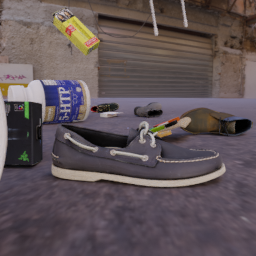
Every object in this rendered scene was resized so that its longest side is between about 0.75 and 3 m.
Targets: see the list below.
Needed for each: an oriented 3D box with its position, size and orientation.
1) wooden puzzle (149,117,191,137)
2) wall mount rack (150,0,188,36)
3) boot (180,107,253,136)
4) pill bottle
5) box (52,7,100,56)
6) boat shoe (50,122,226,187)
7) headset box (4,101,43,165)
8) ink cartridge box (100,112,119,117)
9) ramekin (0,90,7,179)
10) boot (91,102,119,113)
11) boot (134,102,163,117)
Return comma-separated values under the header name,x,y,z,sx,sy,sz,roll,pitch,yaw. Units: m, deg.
name,x,y,z,sx,sy,sz,roll,pitch,yaw
wooden puzzle,0.919,-0.021,7.109,1.332,0.231,1.974,-18,4,16
wall mount rack,0.925,-2.675,5.674,1.538,1.336,0.573,-24,62,-27
boot,2.463,-0.179,7.778,2.067,0.772,1.002,-2,5,-30
pill bottle,-2.971,-0.985,10.593,2.740,1.640,1.640,-6,10,-32
box,-1.928,-3.551,10.317,0.687,1.825,0.457,-43,-2,-30
boat shoe,0.114,0.313,3.976,2.491,0.781,0.905,1,8,6
headset box,-2.009,0.080,4.675,1.191,1.037,0.552,1,1,0
ink cartridge box,-0.772,-0.632,13.326,0.773,0.194,0.891,5,9,28
ramekin,-1.868,0.055,1.451,2.071,2.071,1.087,-7,-5,-43
boot,-1.318,-1.133,15.944,1.424,0.514,1.076,-3,8,24
boot,1.283,-0.812,13.596,1.792,0.625,1.180,-20,21,-36
